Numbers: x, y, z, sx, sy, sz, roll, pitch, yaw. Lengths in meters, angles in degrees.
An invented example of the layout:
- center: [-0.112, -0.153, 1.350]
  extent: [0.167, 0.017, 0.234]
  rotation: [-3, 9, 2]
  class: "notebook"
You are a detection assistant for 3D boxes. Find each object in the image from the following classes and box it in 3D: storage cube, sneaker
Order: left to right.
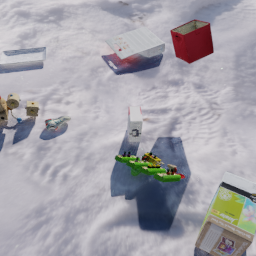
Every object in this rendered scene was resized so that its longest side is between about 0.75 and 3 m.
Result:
- center: [-2.522, -0.146, 10.152]
  extent: [0.938, 0.330, 0.439]
  rotation: [-11, 67, -13]
  class: "sneaker"
- center: [2.335, -3.144, 10.156]
  extent: [1.232, 1.107, 1.053]
  rotation: [-25, 33, -8]
  class: "storage cube"

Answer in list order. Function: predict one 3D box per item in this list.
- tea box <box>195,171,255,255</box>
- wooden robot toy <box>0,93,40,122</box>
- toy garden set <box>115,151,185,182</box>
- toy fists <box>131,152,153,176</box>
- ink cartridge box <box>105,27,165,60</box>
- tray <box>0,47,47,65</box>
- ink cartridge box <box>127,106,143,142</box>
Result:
- center: [2.541, 2.258, 7.029]
  extent: [1.056, 1.580, 1.555]
  rotation: [21, 51, 18]
  class: "tea box"
- center: [-4.682, -0.891, 10.329]
  extent: [2.685, 1.183, 1.218]
  rotation: [-10, 38, -10]
  class: "wooden robot toy"
- center: [0.668, 0.888, 6.911]
  extent: [1.562, 0.312, 1.302]
  rotation: [19, 7, 42]
  class: "toy garden set"
- center: [0.456, 1.125, 8.822]
  extent: [0.939, 0.478, 0.323]
  rotation: [-35, 56, -27]
  class: "toy fists"
- center: [0.319, -3.952, 13.501]
  extent: [2.320, 0.548, 1.857]
  rotation: [-24, 52, -15]
  class: "ink cartridge box"
- center: [-4.830, -3.311, 13.054]
  extent: [2.098, 0.233, 1.126]
  rotation: [-8, 49, -8]
  class: "tray"
- center: [0.226, -0.123, 9.598]
  extent: [0.433, 1.027, 0.744]
  rotation: [-1, 47, -5]
  class: "ink cartridge box"
